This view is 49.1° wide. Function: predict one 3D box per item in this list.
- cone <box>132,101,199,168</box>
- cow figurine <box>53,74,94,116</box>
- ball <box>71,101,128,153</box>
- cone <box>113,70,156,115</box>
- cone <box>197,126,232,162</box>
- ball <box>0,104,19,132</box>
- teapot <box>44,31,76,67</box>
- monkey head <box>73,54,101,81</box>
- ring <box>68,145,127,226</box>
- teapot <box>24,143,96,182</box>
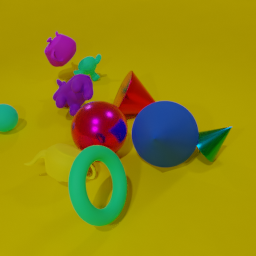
[{"bbox_3d":[0.673,0.169,5.894,1.589,1.589,1.594,9,4,13],"label":"cone"},{"bbox_3d":[-1.655,-1.131,8.476,0.911,1.660,1.633,32,35,-28],"label":"cow figurine"},{"bbox_3d":[-0.696,0.031,6.880,1.398,1.398,1.398,0,35,0],"label":"ball"},{"bbox_3d":[0.457,-0.777,8.646,1.494,1.489,1.489,23,32,-14],"label":"cone"},{"bbox_3d":[2.134,0.224,6.742,0.872,0.868,0.868,-39,29,21],"label":"cone"},{"bbox_3d":[-3.480,-0.284,7.830,0.780,0.780,0.780,0,35,0],"label":"ball"},{"bbox_3d":[-2.543,-2.944,10.299,1.236,0.973,1.988,-32,37,22],"label":"teapot"},{"bbox_3d":[-1.422,-2.213,10.509,1.208,0.728,0.869,-36,86,-5],"label":"monkey head"},{"bbox_3d":[-0.505,1.034,5.133,0.290,1.450,1.450,-13,24,34],"label":"ring"},{"bbox_3d":[-1.434,0.806,6.155,1.573,0.770,0.978,19,10,-17],"label":"teapot"}]
